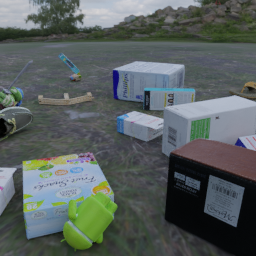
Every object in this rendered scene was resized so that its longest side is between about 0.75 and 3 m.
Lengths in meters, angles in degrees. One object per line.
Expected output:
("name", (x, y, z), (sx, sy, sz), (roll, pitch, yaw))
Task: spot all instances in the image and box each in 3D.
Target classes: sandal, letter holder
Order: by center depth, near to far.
("letter holder", (2.384, 1.155, 4.882), (2.812, 1.414, 1.999), (17, 26, 38))
("sandal", (6.166, -1.872, 13.503), (2.795, 0.755, 1.122), (-4, 22, -10))

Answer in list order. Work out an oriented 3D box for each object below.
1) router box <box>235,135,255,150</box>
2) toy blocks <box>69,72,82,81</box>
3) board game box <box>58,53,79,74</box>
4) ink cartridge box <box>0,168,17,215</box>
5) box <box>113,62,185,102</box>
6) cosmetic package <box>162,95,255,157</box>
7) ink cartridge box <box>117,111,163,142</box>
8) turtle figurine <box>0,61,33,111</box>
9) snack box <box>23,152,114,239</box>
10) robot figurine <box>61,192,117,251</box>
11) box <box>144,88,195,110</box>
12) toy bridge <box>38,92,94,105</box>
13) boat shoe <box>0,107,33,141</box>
("router box", (3.465, 0.706, 6.824), (1.167, 0.318, 1.300), (-6, 45, -16))
("toy blocks", (-3.271, -3.099, 17.195), (0.672, 0.491, 0.984), (-19, 26, -15))
("board game box", (-2.614, -2.855, 12.374), (0.229, 0.974, 0.735), (-45, 28, 1))
("ink cartridge box", (-2.841, 1.344, 5.626), (0.816, 0.481, 1.418), (0, 21, 0))
("box", (1.029, -2.230, 13.463), (2.745, 1.440, 2.525), (11, 24, 24))
("cosmetic package", (2.330, 0.006, 7.805), (2.632, 1.416, 1.116), (-11, 23, -24))
("ink cartridge box", (0.525, -0.040, 9.090), (1.603, 0.544, 0.923), (18, 27, 38))
("turtle figurine", (-4.804, -1.078, 9.190), (2.048, 2.846, 2.759), (34, 53, 4))
("snack box", (-1.288, 1.227, 5.724), (1.591, 0.639, 1.887), (-7, 24, -19))
("robot figurine", (-0.642, 1.538, 4.607), (0.993, 0.871, 0.574), (-48, 35, -18))
("box", (1.695, -1.192, 11.643), (2.072, 0.852, 0.509), (2, 21, 5))
("toy bridge", (-2.757, -1.292, 12.610), (2.451, 0.334, 0.824), (-5, 25, -13))
("boat shoe", (-3.932, -0.028, 8.614), (0.746, 0.892, 2.496), (21, 27, 32))
